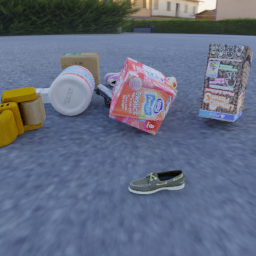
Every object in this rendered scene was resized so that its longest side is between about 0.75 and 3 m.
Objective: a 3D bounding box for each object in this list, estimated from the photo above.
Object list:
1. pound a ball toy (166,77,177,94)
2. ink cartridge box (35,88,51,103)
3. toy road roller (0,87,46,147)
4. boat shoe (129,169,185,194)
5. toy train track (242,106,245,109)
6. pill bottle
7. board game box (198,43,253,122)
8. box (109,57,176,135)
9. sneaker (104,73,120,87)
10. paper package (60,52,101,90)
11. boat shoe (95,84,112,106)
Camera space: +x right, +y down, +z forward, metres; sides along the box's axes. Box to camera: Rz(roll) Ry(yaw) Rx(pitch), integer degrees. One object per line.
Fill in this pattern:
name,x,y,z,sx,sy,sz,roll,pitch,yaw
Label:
pound a ball toy,1.610,-1.450,10.886,0.509,0.781,1.198,2,35,36
ink cartridge box,-3.306,-1.266,11.006,1.313,0.445,0.762,-2,23,-5
toy road roller,-3.209,-0.232,7.702,1.904,1.170,1.390,-14,38,-19
boat shoe,0.575,1.045,5.580,1.153,0.345,0.412,-5,23,-11
toy train track,3.662,-0.740,10.078,1.235,0.201,0.708,-6,23,-16
pill bottle,-1.960,-1.509,10.333,1.403,1.403,2.580,-1,23,-2
board game box,3.078,-1.417,8.747,1.048,2.165,1.726,12,14,27
box,0.377,-1.146,8.956,1.499,1.382,2.920,22,21,-11
sneaker,-0.146,-2.315,13.454,1.764,0.639,1.006,-16,33,-18
paper package,-2.091,-2.545,12.598,1.664,1.586,0.861,-2,23,-2
boat shoe,-0.711,-1.083,10.491,1.512,0.501,0.529,41,14,28
